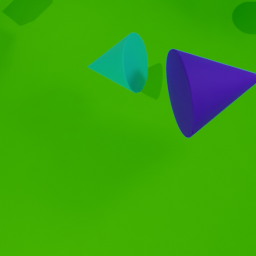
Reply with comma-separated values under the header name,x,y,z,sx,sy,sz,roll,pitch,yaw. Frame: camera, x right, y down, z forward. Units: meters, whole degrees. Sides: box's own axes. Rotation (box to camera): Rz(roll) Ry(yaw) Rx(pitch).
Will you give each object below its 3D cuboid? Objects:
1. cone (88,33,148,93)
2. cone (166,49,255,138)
name,x,y,z,sx,sy,sz,roll,pitch,yaw
cone,-0.330,-1.232,5.497,1.106,1.102,1.102,2,66,26
cone,1.579,-0.723,4.753,1.513,1.507,1.507,-12,69,-2
